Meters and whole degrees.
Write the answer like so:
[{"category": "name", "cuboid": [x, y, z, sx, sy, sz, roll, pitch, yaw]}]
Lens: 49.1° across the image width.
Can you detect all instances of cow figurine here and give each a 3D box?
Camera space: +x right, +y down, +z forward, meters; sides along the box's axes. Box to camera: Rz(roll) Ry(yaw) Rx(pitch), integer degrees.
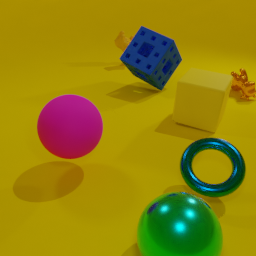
[{"category": "cow figurine", "cuboid": [3.780, -1.396, 9.296, 0.614, 1.101, 1.119, -20, -7, 0]}, {"category": "cow figurine", "cuboid": [-0.107, -3.438, 12.052, 1.221, 1.201, 0.670, 16, 45, -26]}]

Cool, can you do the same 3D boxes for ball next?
[{"category": "ball", "cuboid": [0.664, 1.396, 3.662, 1.102, 1.102, 1.102, 0, 29, 0]}, {"category": "ball", "cuboid": [-1.073, -0.023, 5.250, 1.207, 1.207, 1.207, 0, 29, 0]}]

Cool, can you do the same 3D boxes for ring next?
[{"category": "ring", "cuboid": [1.446, 0.655, 4.824, 1.096, 0.219, 1.096, -6, 58, 9]}]

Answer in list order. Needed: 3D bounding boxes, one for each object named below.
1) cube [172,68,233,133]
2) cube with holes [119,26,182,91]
[{"category": "cube", "cuboid": [1.966, -0.773, 7.417, 1.170, 1.170, 1.170, 17, 35, 22]}, {"category": "cube with holes", "cuboid": [0.797, -2.302, 9.376, 1.302, 1.302, 1.302, 34, 0, 27]}]
